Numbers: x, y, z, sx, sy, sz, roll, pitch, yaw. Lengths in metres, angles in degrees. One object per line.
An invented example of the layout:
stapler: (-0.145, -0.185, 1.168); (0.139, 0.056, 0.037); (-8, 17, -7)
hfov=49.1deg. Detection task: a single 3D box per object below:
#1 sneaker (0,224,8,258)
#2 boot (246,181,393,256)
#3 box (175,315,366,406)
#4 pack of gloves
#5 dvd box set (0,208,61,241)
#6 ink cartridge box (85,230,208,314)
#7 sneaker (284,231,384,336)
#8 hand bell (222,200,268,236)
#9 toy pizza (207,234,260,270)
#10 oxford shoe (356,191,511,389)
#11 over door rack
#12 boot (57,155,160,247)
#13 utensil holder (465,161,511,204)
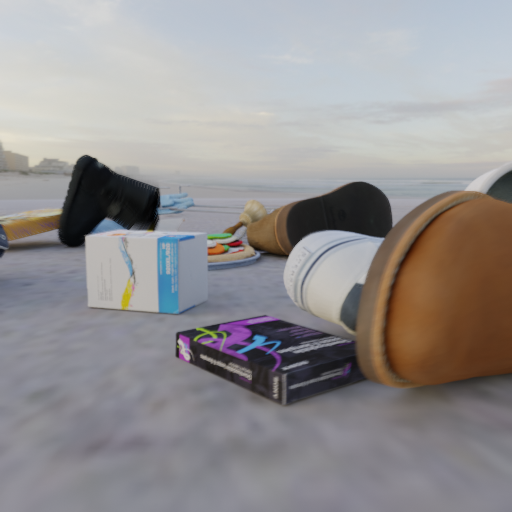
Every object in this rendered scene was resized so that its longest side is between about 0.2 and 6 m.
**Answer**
sneaker: (-3.486, -0.037, 6.407); (0.932, 1.772, 2.453); (-34, 56, -5)
boot: (1.289, -0.641, 10.540); (3.531, 1.300, 1.332); (-10, 1, -43)
box: (0.119, 0.660, 3.836); (0.860, 0.217, 1.203); (-6, 11, -39)
pack of gloves: (-2.635, -0.742, 12.172); (2.476, 0.489, 2.080); (2, 32, 12)
dvd box set: (-4.751, -0.614, 11.179); (1.645, 0.331, 2.249); (1, 14, 29)
ink cartridge box: (-1.112, 0.135, 5.778); (1.037, 0.750, 0.764); (2, 8, 17)
sneaker: (1.474, 0.304, 4.789); (2.617, 0.956, 0.927); (-5, 32, -33)
hand bell: (-0.320, -0.572, 10.457); (0.560, 0.560, 1.076); (6, 33, 41)
toy pizza: (-1.203, -0.121, 9.160); (2.533, 0.401, 2.533); (0, 7, 0)
oxford shoe: (1.925, 0.225, 3.665); (3.384, 1.207, 1.206); (-5, 13, -42)
over door rack: (-0.657, -0.813, 12.021); (2.702, 0.900, 1.996); (14, 9, 3)
boot: (-2.761, -0.700, 10.577); (1.706, 2.031, 0.776); (29, 28, 10)
utensil holder: (3.754, -0.548, 7.967); (1.611, 1.611, 1.896); (2, 6, 13)
